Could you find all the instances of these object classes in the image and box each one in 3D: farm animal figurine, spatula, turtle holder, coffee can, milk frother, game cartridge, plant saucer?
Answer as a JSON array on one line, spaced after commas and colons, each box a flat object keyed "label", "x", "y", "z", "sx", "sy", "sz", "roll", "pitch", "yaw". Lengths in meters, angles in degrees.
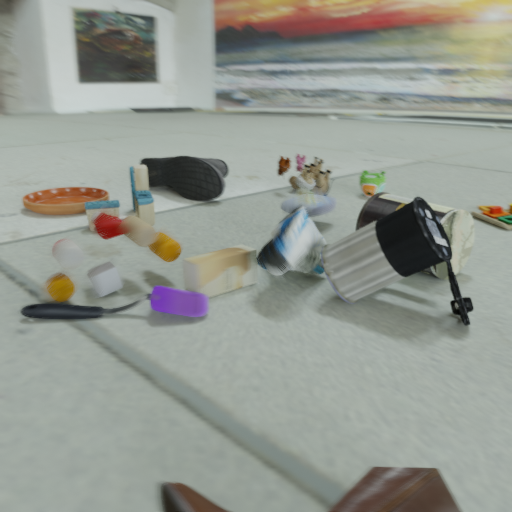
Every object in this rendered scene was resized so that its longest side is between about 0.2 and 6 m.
[{"label": "farm animal figurine", "x": 1.397, "y": -2.098, "z": 15.249, "sx": 1.719, "sy": 0.896, "sz": 1.700, "roll": -6, "pitch": 30, "yaw": -38}, {"label": "spatula", "x": -1.941, "y": 0.707, "z": 7.749, "sx": 2.555, "sy": 0.263, "sz": 0.722, "roll": -5, "pitch": 25, "yaw": -5}, {"label": "turtle holder", "x": 3.075, "y": -1.928, "z": 14.915, "sx": 0.696, "sy": 0.651, "sz": 0.916, "roll": -1, "pitch": 18, "yaw": 1}, {"label": "coffee can", "x": 2.676, "y": -0.378, "z": 9.528, "sx": 1.170, "sy": 1.170, "sz": 1.598, "roll": -15, "pitch": 24, "yaw": -36}, {"label": "milk frother", "x": 2.002, "y": 0.323, "z": 7.810, "sx": 1.551, "sy": 1.649, "sz": 1.488, "roll": -30, "pitch": -41, "yaw": 32}, {"label": "game cartridge", "x": 1.176, "y": -1.092, "z": 11.939, "sx": 0.836, "sy": 0.254, "sz": 1.253, "roll": 18, "pitch": 24, "yaw": 27}, {"label": "plant saucer", "x": -4.636, "y": -1.342, "z": 13.717, "sx": 2.020, "sy": 0.326, "sz": 2.020, "roll": 1, "pitch": 19, "yaw": 0}]

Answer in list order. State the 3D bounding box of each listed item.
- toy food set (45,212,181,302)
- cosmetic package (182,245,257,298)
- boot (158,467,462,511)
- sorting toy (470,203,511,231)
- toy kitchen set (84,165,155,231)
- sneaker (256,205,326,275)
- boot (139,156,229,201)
[{"label": "toy food set", "x": -2.330, "y": -0.097, "z": 8.664, "sx": 2.071, "sy": 0.989, "sz": 0.932, "roll": -25, "pitch": 28, "yaw": -23}, {"label": "cosmetic package", "x": -0.542, "y": 0.241, "z": 8.650, "sx": 1.141, "sy": 0.600, "sz": 0.405, "roll": -17, "pitch": 23, "yaw": -37}, {"label": "boot", "x": 0.441, "y": 1.831, "z": 3.975, "sx": 1.804, "sy": 0.579, "sz": 1.681, "roll": -20, "pitch": 40, "yaw": -38}, {"label": "sorting toy", "x": 5.702, "y": -0.920, "z": 12.445, "sx": 1.373, "sy": 0.332, "sz": 2.439, "roll": -5, "pitch": 19, "yaw": -14}, {"label": "toy kitchen set", "x": -3.083, "y": -1.337, "z": 12.530, "sx": 1.453, "sy": 1.069, "sz": 1.814, "roll": -5, "pitch": 19, "yaw": -15}, {"label": "sneaker", "x": 0.740, "y": -0.089, "z": 8.826, "sx": 0.908, "sy": 1.049, "sz": 2.422, "roll": -41, "pitch": 4, "yaw": 20}, {"label": "boot", "x": -1.502, "y": -2.332, "z": 15.485, "sx": 3.259, "sy": 1.137, "sz": 2.145, "roll": 22, "pitch": 25, "yaw": 40}]
